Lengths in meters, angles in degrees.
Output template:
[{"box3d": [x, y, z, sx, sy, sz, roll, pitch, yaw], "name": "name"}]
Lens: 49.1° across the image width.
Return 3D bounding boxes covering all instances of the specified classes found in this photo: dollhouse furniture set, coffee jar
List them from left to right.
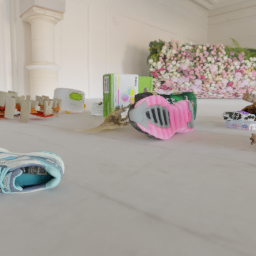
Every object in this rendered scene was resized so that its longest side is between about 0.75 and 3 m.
[{"box3d": [-4.568, -0.799, 12.470, 2.510, 1.307, 2.538, 14, 11, 14], "name": "dollhouse furniture set"}, {"box3d": [1.353, -0.721, 10.359, 2.433, 1.269, 1.038, -5, 10, -30], "name": "coffee jar"}]

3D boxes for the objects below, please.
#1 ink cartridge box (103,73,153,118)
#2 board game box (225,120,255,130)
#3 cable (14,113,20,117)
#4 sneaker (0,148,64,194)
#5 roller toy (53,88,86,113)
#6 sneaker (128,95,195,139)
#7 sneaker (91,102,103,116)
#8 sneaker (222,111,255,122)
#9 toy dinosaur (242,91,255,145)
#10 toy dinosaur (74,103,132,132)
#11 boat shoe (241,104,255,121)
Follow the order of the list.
[{"box3d": [0.236, -1.554, 13.511, 2.767, 2.045, 1.048, -4, 9, -26], "name": "ink cartridge box"}, {"box3d": [4.104, -0.108, 9.703, 1.007, 0.207, 1.005, -4, 9, -29], "name": "board game box"}, {"box3d": [-5.438, -0.580, 13.744, 0.765, 0.193, 0.372, -9, 18, 37], "name": "cable"}, {"box3d": [-1.548, 0.553, 3.532, 1.484, 0.576, 0.640, -3, 11, -17], "name": "sneaker"}, {"box3d": [-3.344, -1.495, 15.841, 1.733, 1.327, 1.899, 6, 0, 5], "name": "roller toy"}, {"box3d": [0.772, -0.247, 8.092, 1.425, 1.180, 2.988, -4, -3, 36], "name": "sneaker"}, {"box3d": [-1.158, -1.020, 14.631, 0.638, 0.727, 1.815, 5, 8, 43], "name": "sneaker"}, {"box3d": [4.090, -0.419, 10.558, 1.339, 0.540, 0.559, 6, 25, -20], "name": "sneaker"}, {"box3d": [3.764, -0.052, 6.162, 1.870, 1.184, 2.759, 4, 11, -20], "name": "toy dinosaur"}, {"box3d": [-0.515, -0.197, 9.015, 1.305, 0.751, 2.581, -21, 8, 29], "name": "toy dinosaur"}, {"box3d": [5.439, -0.641, 11.683, 0.784, 0.836, 2.321, -5, 1, -1], "name": "boat shoe"}]
